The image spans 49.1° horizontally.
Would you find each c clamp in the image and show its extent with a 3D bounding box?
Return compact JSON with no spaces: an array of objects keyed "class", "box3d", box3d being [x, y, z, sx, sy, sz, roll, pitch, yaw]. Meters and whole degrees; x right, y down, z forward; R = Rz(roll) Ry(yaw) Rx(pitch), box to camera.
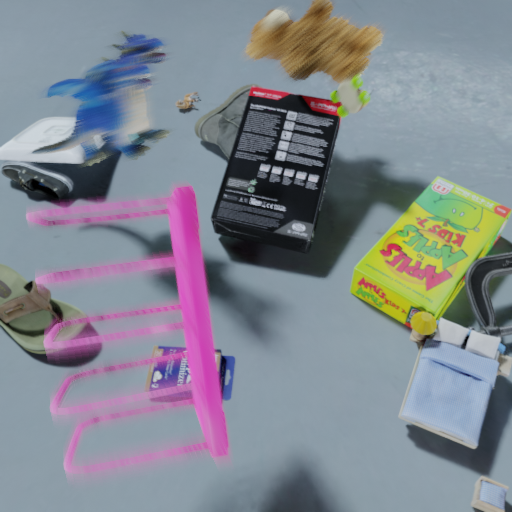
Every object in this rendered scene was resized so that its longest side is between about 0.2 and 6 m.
[{"class":"c clamp","box3d":[4.462,0.908,9.386,2.404,0.326,2.054,-14,75,-13]}]

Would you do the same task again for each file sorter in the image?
[{"class":"file sorter","box3d":[-1.363,0.713,5.959,1.614,1.788,2.573,-8,92,-12]}]

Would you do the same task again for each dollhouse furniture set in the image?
[{"class":"dollhouse furniture set","box3d":[3.139,2.012,7.559,2.672,1.744,2.523,21,58,17]}]

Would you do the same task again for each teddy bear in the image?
[{"class":"teddy bear","box3d":[1.104,-4.251,11.017,2.698,0.901,1.956,40,87,24]}]

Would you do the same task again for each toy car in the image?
[{"class":"toy car","box3d":[1.826,-2.889,10.092,0.742,0.609,0.585,-26,91,-46]}]

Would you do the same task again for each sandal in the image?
[{"class":"sandal","box3d":[-3.957,0.803,9.448,2.592,0.740,1.029,26,54,21]}]

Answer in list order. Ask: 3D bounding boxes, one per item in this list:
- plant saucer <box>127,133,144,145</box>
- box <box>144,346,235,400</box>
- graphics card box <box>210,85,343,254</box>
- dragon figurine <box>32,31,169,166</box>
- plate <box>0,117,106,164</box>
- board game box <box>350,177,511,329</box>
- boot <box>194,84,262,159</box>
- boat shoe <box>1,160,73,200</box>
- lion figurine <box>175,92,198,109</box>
[{"class":"plant saucer","box3d":[-3.354,-3.048,13.176,0.614,0.166,1.755,-36,57,-27]},{"class":"box","box3d":[-1.032,1.849,8.902,1.347,0.218,0.816,4,49,1]},{"class":"graphics card box","box3d":[0.454,-1.722,10.937,1.940,0.786,3.092,12,69,6]},{"class":"dragon figurine","box3d":[-2.695,-2.600,9.430,3.714,1.846,1.093,6,41,38]},{"class":"plate","box3d":[-4.304,-2.606,12.232,2.071,0.335,2.075,5,35,11]},{"class":"board game box","box3d":[3.225,-0.106,10.238,1.551,0.727,3.053,32,56,24]},{"class":"boot","box3d":[0.044,-2.691,12.401,2.163,0.863,2.379,-42,53,-14]},{"class":"boat shoe","box3d":[-4.640,-1.587,11.653,1.645,0.565,0.466,16,51,11]},{"class":"lion figurine","box3d":[-1.698,-3.835,13.829,0.444,0.263,0.725,1,35,11]}]
